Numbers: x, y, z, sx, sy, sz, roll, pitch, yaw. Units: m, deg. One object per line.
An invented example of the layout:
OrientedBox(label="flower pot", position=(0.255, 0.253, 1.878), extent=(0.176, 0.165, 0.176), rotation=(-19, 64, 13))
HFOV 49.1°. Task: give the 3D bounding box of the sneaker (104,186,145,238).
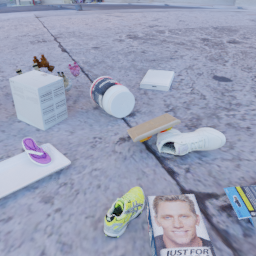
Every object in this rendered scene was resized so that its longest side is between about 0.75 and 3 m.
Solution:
OrientedBox(label="sneaker", position=(-0.027, 1.980, 7.039), extent=(0.624, 0.632, 1.654), rotation=(13, 33, 23))

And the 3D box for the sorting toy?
OrientedBox(label="sorting toy", position=(0.866, 0.008, 9.816), extent=(1.673, 0.330, 1.808), rotation=(-23, 11, -3))

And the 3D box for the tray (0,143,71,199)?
OrientedBox(label="tray", position=(-3.270, 1.377, 8.373), extent=(2.837, 0.315, 1.523), rotation=(-25, 38, -35))

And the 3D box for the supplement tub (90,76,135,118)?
OrientedBox(label="supplement tub", position=(-0.687, -1.341, 11.962), extent=(1.326, 1.326, 1.890), rotation=(-17, 34, -27))

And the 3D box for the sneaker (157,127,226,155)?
OrientedBox(label="sneaker", position=(2.062, 0.568, 9.317), extent=(2.277, 0.852, 1.134), rotation=(-2, 29, 16))

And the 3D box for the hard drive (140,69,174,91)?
OrientedBox(label="hard drive", position=(1.625, -2.628, 15.156), extent=(1.499, 0.303, 2.273), rotation=(8, 31, 13))

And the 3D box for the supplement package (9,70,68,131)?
OrientedBox(label="supplement package", position=(-3.530, -1.156, 11.205), extent=(1.709, 1.788, 1.315), rotation=(20, 36, 29))

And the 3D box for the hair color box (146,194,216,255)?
OrientedBox(label="hair color box", position=(1.110, 2.526, 6.028), extent=(1.191, 0.720, 2.381), rotation=(-2, 31, -3))

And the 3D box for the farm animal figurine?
OrientedBox(label="farm animal figurine", position=(-3.774, -2.219, 13.578), extent=(2.942, 1.479, 2.375), rotation=(22, 56, 28))

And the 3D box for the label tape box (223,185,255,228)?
OrientedBox(label="label tape box", position=(3.299, 1.993, 7.181), extent=(1.450, 0.479, 1.039), rotation=(-4, 32, -3))

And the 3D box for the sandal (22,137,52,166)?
OrientedBox(label="sandal", position=(-2.982, 0.715, 8.983), extent=(1.371, 0.337, 0.558), rotation=(36, 47, 24))
